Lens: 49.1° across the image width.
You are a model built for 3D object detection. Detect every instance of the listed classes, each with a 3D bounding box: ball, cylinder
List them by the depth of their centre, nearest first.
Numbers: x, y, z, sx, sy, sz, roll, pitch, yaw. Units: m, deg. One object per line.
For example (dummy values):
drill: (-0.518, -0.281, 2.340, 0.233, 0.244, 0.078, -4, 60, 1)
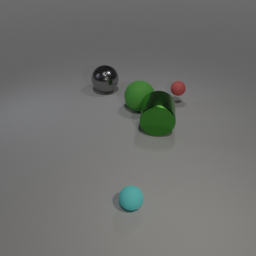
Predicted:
ball: (0.090, 1.992, 7.975, 0.700, 0.700, 0.700, 0, 32, 0)
cylinder: (1.225, -0.603, 11.390, 1.400, 1.400, 1.400, 4, 33, 6)
ball: (0.531, -1.459, 12.772, 1.400, 1.400, 1.400, 0, 32, 0)
ball: (2.365, -1.867, 13.213, 0.700, 0.700, 0.700, 0, 32, 0)
ball: (-1.177, -2.525, 14.410, 1.400, 1.400, 1.400, 0, 32, 0)
